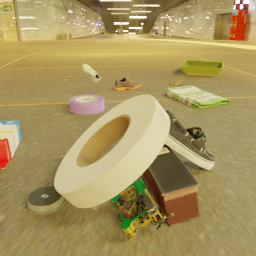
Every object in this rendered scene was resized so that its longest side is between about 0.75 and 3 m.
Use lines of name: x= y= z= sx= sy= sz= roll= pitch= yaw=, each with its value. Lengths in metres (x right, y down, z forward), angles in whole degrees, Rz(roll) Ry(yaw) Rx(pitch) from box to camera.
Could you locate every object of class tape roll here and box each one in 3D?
tape roll: x=-1.725 y=-1.006 z=11.816 sx=1.438 sy=0.472 sz=1.438 roll=0 pitch=23 yaw=0
tape roll: x=-0.395 y=0.408 z=6.117 sx=2.891 sy=0.528 sz=2.891 roll=-36 pitch=21 yaw=16

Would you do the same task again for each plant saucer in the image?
plant saucer: x=5.052 y=-4.036 z=19.042 sx=2.711 sy=0.649 sz=2.707 roll=7 pitch=23 yaw=17

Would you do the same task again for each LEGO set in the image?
LEGO set: x=0.239 y=1.631 z=5.367 sx=0.935 sy=0.704 sz=1.216 roll=-37 pitch=28 yaw=-9

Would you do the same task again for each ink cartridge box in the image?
ink cartridge box: x=-3.852 y=0.443 z=7.970 sx=1.146 sy=0.664 sz=1.973 roll=-3 pitch=23 yaw=-8

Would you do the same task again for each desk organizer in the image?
desk organizer: x=0.814 y=1.080 z=6.113 sx=0.728 sy=0.781 sz=2.030 roll=-14 pitch=24 yaw=-7

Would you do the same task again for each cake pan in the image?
cake pan: x=-1.772 y=1.518 z=6.017 sx=0.836 sy=0.153 sz=0.836 roll=0 pitch=23 yaw=0

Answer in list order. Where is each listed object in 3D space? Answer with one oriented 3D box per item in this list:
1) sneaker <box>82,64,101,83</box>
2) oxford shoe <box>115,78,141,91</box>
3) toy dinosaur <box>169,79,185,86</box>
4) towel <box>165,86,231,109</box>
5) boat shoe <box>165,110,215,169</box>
sneaker: x=-1.501 y=-2.325 z=11.704 sx=0.388 sy=0.957 sz=0.360 roll=0 pitch=52 yaw=57
oxford shoe: x=0.031 y=-2.421 z=15.134 sx=1.626 sy=0.593 sz=0.580 roll=-15 pitch=27 yaw=-33
toy dinosaur: x=2.896 y=-2.540 z=15.969 sx=1.077 sy=0.313 sz=0.544 roll=8 pitch=38 yaw=37
towel: x=3.229 y=-1.545 z=13.249 sx=1.934 sy=0.398 sz=2.592 roll=-12 pitch=25 yaw=-26
boat shoe: x=1.498 y=0.276 z=6.811 sx=2.291 sy=0.759 sz=0.801 roll=32 pitch=11 yaw=-29
